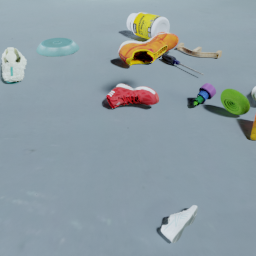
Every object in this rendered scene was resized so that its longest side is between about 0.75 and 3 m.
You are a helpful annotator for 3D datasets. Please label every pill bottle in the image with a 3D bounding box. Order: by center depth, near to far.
[{"bbox_3d":[0.923,-5.001,13.726,1.158,1.158,2.059,-27,42,-33],"label":"pill bottle"}]

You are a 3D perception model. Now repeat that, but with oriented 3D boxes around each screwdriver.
[{"bbox_3d":[2.107,-2.399,10.735,0.334,0.320,2.293,11,21,-46],"label":"screwdriver"}]

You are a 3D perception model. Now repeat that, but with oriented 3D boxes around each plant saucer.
[{"bbox_3d":[-3.154,-3.682,12.542,1.906,0.343,1.906,0,34,0],"label":"plant saucer"}]

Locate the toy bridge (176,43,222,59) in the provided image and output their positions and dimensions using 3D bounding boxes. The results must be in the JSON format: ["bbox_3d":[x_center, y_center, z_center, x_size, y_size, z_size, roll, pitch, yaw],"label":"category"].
[{"bbox_3d":[2.956,-3.291,12.031,1.977,0.269,0.665,22,40,28],"label":"toy bridge"}]

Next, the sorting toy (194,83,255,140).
[{"bbox_3d":[2.845,-0.408,7.618,0.882,0.888,2.561,-44,52,-16],"label":"sorting toy"}]

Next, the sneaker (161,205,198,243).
[{"bbox_3d":[0.920,1.601,4.915,0.348,0.306,0.869,26,43,37],"label":"sneaker"}]

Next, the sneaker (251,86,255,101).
[{"bbox_3d":[4.429,-1.157,8.663,1.949,0.759,0.968,-7,27,-25],"label":"sneaker"}]

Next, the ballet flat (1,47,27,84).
[{"bbox_3d":[-4.244,-2.512,10.410,0.932,0.932,2.598,-13,36,-17],"label":"ballet flat"}]

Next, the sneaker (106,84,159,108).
[{"bbox_3d":[0.051,-0.794,8.256,1.621,0.635,0.936,13,43,39],"label":"sneaker"}]

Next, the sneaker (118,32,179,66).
[{"bbox_3d":[0.972,-3.083,11.343,2.861,1.044,1.103,-25,60,-23],"label":"sneaker"}]
